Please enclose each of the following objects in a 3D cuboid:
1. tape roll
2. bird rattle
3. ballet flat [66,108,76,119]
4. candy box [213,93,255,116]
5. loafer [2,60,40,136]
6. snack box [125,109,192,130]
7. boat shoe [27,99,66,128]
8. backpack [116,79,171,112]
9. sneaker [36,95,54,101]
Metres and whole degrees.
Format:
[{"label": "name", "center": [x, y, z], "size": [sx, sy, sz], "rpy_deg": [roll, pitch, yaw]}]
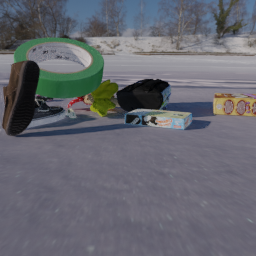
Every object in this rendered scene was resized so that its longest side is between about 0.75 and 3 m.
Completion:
[{"label": "tape roll", "center": [-2.239, -2.074, 9.297], "size": [2.862, 0.688, 2.862], "rpy_deg": [8, 40, -7]}, {"label": "bird rattle", "center": [-1.119, -0.986, 10.606], "size": [1.895, 1.310, 2.325], "rpy_deg": [5, -5, -43]}, {"label": "ballet flat", "center": [-1.941, -0.526, 9.583], "size": [0.308, 0.308, 0.886], "rpy_deg": [-5, 15, -21]}, {"label": "candy box", "center": [4.329, -0.860, 10.188], "size": [2.340, 0.661, 1.365], "rpy_deg": [2, 15, 17]}, {"label": "loafer", "center": [-2.802, -0.779, 7.159], "size": [0.702, 1.977, 0.722], "rpy_deg": [19, 4, 25]}, {"label": "snack box", "center": [0.935, -0.297, 8.525], "size": [1.818, 0.337, 1.056], "rpy_deg": [6, 15, 24]}, {"label": "boat shoe", "center": [-2.780, -0.539, 8.616], "size": [0.809, 0.765, 2.256], "rpy_deg": [9, 16, 31]}, {"label": "backpack", "center": [0.764, -1.144, 10.094], "size": [1.659, 1.564, 2.034], "rpy_deg": [4, 34, 23]}, {"label": "sneaker", "center": [-3.963, -1.391, 13.145], "size": [0.401, 0.373, 0.928], "rpy_deg": [-3, 1, 35]}]
